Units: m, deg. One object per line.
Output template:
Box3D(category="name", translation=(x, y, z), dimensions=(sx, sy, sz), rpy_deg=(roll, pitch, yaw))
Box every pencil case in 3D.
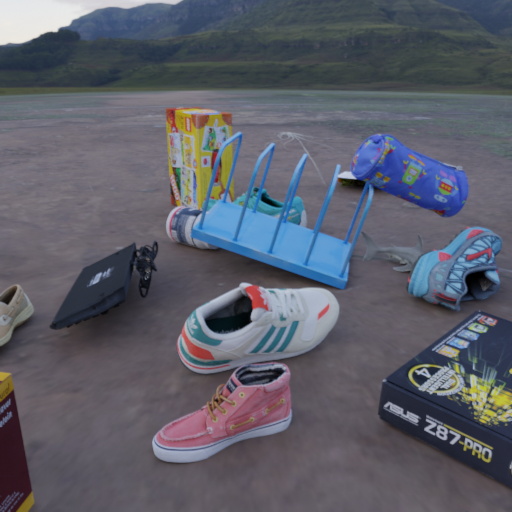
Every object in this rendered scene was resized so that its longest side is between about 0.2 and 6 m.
Box3D(category="pencil case", translation=(2.731, -1.409, 9.744), dimensions=(2.161, 0.939, 0.843), rpy_deg=(19, 19, -22))

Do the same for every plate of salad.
Box3D(category="plate of salad", translation=(3.233, -2.201, 16.347), dimensions=(1.903, 0.457, 1.903), rpy_deg=(2, 11, 0))

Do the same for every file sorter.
Box3D(category="file sorter", translation=(0.589, -0.945, 10.343), dimensions=(2.858, 1.753, 1.983), rpy_deg=(19, 24, 4))

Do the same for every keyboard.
Box3D(category="keyboard", translation=(-2.255, 0.498, 9.058), dimensions=(1.583, 0.602, 3.041), rpy_deg=(-26, 17, -1))

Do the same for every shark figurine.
Box3D(category="shark figurine", translation=(2.854, -0.107, 10.620), dimensions=(1.016, 0.710, 1.700), rpy_deg=(-12, 26, -32))

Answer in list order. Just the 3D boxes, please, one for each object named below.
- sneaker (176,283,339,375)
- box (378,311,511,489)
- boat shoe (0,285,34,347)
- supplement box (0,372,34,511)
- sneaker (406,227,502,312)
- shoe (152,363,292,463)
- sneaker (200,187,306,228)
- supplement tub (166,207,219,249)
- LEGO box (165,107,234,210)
Box3D(category="sneaker", translation=(0.162, 0.802, 7.286), dimensions=(2.391, 1.118, 0.842), rpy_deg=(-12, 58, -22))
Box3D(category="box", translation=(2.891, 1.552, 6.407), dimensions=(2.442, 0.600, 1.969), rpy_deg=(-19, 31, -41))
Box3D(category="boat shoe", translation=(-3.771, 0.923, 7.973), dimensions=(0.597, 0.540, 1.674), rpy_deg=(-12, 18, 6))
Box3D(category="supplement box", translation=(-2.667, 1.854, 4.461), dimensions=(0.946, 1.425, 1.406), rpy_deg=(4, 22, 11))
Box3D(category="sneaker", translation=(3.631, 0.319, 9.496), dimensions=(2.410, 0.956, 1.151), rpy_deg=(-26, 44, -34))
Box3D(category="shoe", translation=(-0.346, 1.630, 6.020), dimensions=(1.593, 0.725, 0.569), rpy_deg=(-9, 23, -22))
Box3D(category="sneaker", translation=(-0.054, -1.037, 12.506), dimensions=(2.611, 1.040, 1.012), rpy_deg=(10, 23, 27))
Box3D(category="supplement tub", translation=(-1.241, -0.576, 11.649), dimensions=(1.107, 0.777, 0.777), rpy_deg=(14, 25, 33))
Box3D(category="LEGO box", translation=(-1.395, -2.333, 13.849), dimensions=(0.958, 2.484, 1.850), rpy_deg=(-13, 24, -29))
